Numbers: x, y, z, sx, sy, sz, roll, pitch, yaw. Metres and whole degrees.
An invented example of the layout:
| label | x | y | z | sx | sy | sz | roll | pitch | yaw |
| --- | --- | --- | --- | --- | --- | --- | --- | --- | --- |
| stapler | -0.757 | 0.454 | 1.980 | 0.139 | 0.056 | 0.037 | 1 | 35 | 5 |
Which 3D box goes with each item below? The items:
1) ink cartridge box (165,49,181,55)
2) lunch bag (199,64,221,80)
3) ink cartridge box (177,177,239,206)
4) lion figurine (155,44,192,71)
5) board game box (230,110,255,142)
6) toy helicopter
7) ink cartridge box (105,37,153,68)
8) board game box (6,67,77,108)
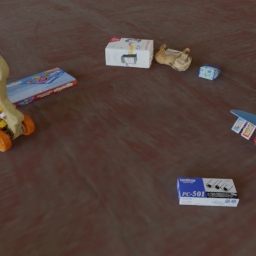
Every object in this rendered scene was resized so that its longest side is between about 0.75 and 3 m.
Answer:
| label | x | y | z | sx | sy | sz | roll | pitch | yaw |
| --- | --- | --- | --- | --- | --- | --- | --- | --- | --- |
| ink cartridge box | 2.200 | -3.499 | 12.940 | 0.783 | 0.175 | 0.690 | 23 | 44 | 26 |
| lunch bag | 3.254 | -2.230 | 11.072 | 0.646 | 0.484 | 0.760 | 24 | 31 | 30 |
| ink cartridge box | 1.788 | 1.450 | 6.386 | 1.267 | 0.280 | 0.596 | 1 | 37 | 2 |
| lion figurine | 1.823 | -2.940 | 11.881 | 2.175 | 0.788 | 1.332 | 17 | 46 | 42 |
| board game box | 4.019 | 0.409 | 7.318 | 2.357 | 0.581 | 2.983 | 11 | 21 | -29 |
| toy helicopter | -3.459 | -0.816 | 7.286 | 1.830 | 2.766 | 1.091 | 35 | 47 | 11 |
| ink cartridge box | 0.094 | -3.282 | 12.138 | 1.885 | 0.807 | 1.391 | 5 | 37 | 9 |
| board game box | -3.406 | -1.484 | 10.228 | 2.753 | 0.268 | 1.417 | -28 | 47 | -32 |
